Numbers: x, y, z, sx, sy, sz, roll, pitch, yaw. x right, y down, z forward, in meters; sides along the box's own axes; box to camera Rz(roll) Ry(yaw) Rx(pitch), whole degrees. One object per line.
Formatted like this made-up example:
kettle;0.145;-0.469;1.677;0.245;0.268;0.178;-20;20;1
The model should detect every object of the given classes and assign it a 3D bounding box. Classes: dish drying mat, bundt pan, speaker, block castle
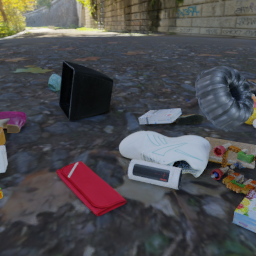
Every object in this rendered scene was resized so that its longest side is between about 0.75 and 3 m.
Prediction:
dish drying mat;-1.112;1.593;7.841;0.919;0.218;2.393;-16;28;-34
bundt pan;3.146;-1.032;8.754;2.162;2.162;0.812;-20;-7;-39
speaker;0.787;1.311;8.023;1.491;0.606;0.606;9;25;20
block castle;3.113;1.183;7.676;0.781;1.113;1.665;-20;29;-36

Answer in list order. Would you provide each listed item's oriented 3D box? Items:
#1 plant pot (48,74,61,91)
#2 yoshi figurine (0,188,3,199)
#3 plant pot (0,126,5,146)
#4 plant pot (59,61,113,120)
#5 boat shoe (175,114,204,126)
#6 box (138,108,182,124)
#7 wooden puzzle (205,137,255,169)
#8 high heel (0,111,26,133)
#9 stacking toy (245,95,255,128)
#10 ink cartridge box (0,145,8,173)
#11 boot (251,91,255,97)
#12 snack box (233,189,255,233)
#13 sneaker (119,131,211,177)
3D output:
plant pot;-4.370;-2.637;16.822;1.005;1.005;0.674;13;55;28
yoshi figurine;-3.782;1.663;7.576;0.922;0.518;0.516;34;74;33
plant pot;-5.503;-0.138;9.925;1.881;1.722;1.881;0;24;0
plant pot;-1.966;-1.772;13.310;2.047;2.302;2.307;1;21;-25
boat shoe;2.640;-0.418;12.163;1.276;0.483;0.471;-3;21;-10
box;1.395;-0.511;12.132;1.520;0.313;1.185;-4;18;33
wooden puzzle;3.361;0.843;9.496;1.746;0.351;1.887;10;21;23
high heel;-5.544;-0.418;11.529;2.511;0.846;1.204;3;33;-6
stacking toy;5.262;-0.583;12.122;1.318;1.318;1.804;-5;43;-11
ink cartridge box;-4.456;1.022;8.250;1.598;0.672;1.167;-9;8;-19
boot;5.405;-1.573;13.998;2.929;1.102;2.190;1;23;3
snack box;3.186;2.021;6.644;0.961;0.386;1.139;18;30;38
sneaker;1.011;0.816;8.677;2.930;1.031;1.174;1;45;22
